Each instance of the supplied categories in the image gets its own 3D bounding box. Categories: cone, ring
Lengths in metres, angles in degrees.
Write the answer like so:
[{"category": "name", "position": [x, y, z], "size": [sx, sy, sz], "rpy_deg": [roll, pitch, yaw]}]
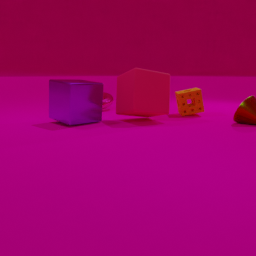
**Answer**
[{"category": "cone", "position": [4.040, -0.321, 8.755], "size": [1.002, 1.002, 1.005], "rpy_deg": [-9, 41, -38]}, {"category": "ring", "position": [-1.654, -1.175, 12.341], "size": [2.060, 0.412, 2.060], "rpy_deg": [-4, 21, 2]}]

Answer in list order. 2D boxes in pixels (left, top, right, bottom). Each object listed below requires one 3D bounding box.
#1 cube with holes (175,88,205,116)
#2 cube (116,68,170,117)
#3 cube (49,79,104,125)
[{"category": "cube with holes", "position": [2.351, -1.016, 10.749], "size": [0.852, 0.852, 0.852], "rpy_deg": [-11, 12, 4]}, {"category": "cube", "position": [0.481, -1.119, 9.396], "size": [1.344, 1.344, 1.344], "rpy_deg": [4, -5, -27]}, {"category": "cube", "position": [-1.696, -0.884, 9.107], "size": [1.276, 1.276, 1.276], "rpy_deg": [-9, 18, -44]}]
